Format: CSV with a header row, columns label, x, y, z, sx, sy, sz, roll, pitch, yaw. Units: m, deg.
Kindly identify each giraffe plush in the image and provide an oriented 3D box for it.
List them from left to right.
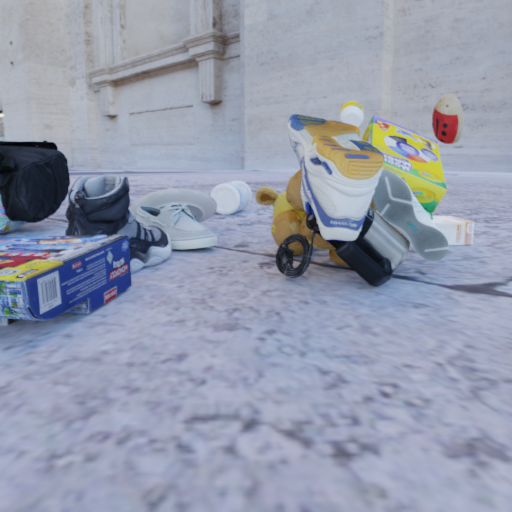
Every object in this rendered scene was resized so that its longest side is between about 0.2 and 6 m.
label,x,y,z,sx,sy,sz,roll,pitch,yaw
giraffe plush,1.094,-0.870,10.763,2.189,2.329,2.699,-20,13,43

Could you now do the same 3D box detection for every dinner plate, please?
label,x,y,z,sx,sy,sz,roll,pitch,yaw
dinner plate,-1.988,-1.042,13.656,2.101,0.255,2.101,-8,-20,-3

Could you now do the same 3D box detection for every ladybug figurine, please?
label,x,y,z,sx,sy,sz,roll,pitch,yaw
ladybug figurine,3.051,-2.155,8.998,0.322,0.894,0.607,-23,43,-7

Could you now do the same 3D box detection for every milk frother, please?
label,x,y,z,sx,sy,sz,roll,pitch,yaw
milk frother,1.324,-0.090,8.874,1.464,1.405,1.557,38,-40,-24

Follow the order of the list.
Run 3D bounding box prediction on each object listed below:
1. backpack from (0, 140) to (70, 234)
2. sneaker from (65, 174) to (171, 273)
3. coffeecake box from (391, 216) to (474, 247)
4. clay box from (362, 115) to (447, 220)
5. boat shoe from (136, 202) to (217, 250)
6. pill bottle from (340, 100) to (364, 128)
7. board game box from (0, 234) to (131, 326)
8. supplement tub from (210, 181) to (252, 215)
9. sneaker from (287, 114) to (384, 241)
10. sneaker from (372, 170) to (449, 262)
label,x,y,z,sx,sy,sz,roll,pitch,yaw
backpack,-6.793,-1.719,13.806,3.556,2.251,2.968,2,13,6
sneaker,-2.339,-0.618,9.841,1.106,1.667,2.930,3,12,16
coffeecake box,3.913,-0.569,12.536,1.453,0.531,1.115,-2,11,-9
clay box,2.588,-1.619,9.987,1.387,0.575,2.414,22,35,-3
boat shoe,-1.838,-0.684,12.082,0.913,0.932,2.616,-11,15,-43
pill bottle,1.798,-2.626,10.537,0.448,0.448,0.806,2,28,9
board game box,-3.456,0.307,7.289,2.758,0.851,2.760,1,11,10
supplement tub,-0.798,-1.875,17.975,1.007,1.007,1.527,3,12,14
sneaker,0.922,-1.166,7.797,1.077,1.261,2.861,7,25,-3
sneaker,2.330,-0.639,8.755,0.585,1.664,0.667,-37,7,15
